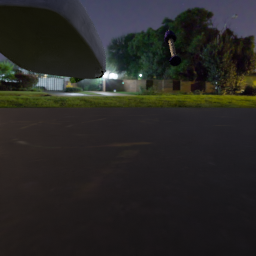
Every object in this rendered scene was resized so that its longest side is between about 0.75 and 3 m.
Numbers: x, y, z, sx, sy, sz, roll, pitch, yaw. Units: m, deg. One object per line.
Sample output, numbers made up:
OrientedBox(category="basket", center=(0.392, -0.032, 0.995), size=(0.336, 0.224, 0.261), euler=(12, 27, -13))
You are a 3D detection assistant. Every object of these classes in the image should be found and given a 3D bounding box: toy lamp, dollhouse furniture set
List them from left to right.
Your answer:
OrientedBox(category="dollhouse furniture set", center=(-1.662, -2.366, 10.481), size=(0.836, 1.091, 1.665), euler=(-29, 19, -28))
OrientedBox(category="toy lamp", center=(1.999, -3.670, 12.620), size=(0.590, 2.028, 0.590), euler=(-3, -37, -3))

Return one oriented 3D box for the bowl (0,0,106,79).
OrientedBox(category="bowl", center=(-1.889, -2.215, 6.413), size=(2.713, 1.014, 2.716), euler=(9, -17, 17))
